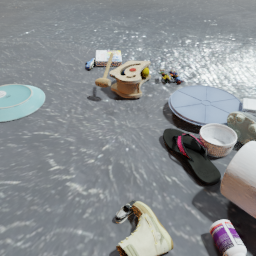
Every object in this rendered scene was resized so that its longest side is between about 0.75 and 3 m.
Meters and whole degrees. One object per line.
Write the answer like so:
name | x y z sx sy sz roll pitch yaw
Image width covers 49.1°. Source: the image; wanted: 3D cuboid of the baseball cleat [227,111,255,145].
baseball cleat | 4.547 0.318 8.791 1.531 1.003 2.877 -22 51 -35

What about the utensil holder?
utensil holder | 3.483 1.461 6.509 1.732 1.732 2.039 -27 41 -31

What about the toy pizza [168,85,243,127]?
toy pizza | 2.913 -0.780 10.552 2.788 0.442 2.788 1 38 -1

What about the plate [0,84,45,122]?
plate | -4.757 -1.165 11.145 2.804 0.358 2.804 0 38 0

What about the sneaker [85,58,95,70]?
sneaker | -1.886 -3.220 13.901 0.426 0.375 0.956 8 38 6

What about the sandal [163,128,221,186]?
sandal | 1.932 0.660 8.491 0.952 0.571 2.535 -14 39 -19

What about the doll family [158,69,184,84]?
doll family | 1.943 -2.294 12.589 1.211 0.475 0.700 2 32 -2

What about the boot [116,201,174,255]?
boot | 0.191 2.359 6.286 1.089 0.508 1.409 -21 42 -23

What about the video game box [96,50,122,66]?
video game box | -0.997 -3.603 14.427 1.301 0.334 1.428 -2 37 -3

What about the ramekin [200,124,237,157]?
ramekin | 2.792 0.414 8.815 1.121 0.588 1.121 0 36 0

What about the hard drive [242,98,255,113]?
hard drive | 4.770 -0.731 9.891 1.341 0.179 0.885 11 33 17

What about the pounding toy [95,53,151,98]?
pounding toy | 0.067 -2.293 11.621 1.577 1.582 2.759 19 40 30

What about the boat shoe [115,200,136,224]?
boat shoe | -0.035 2.025 6.938 0.285 0.233 0.772 28 45 32

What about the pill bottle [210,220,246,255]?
pill bottle | 2.185 2.499 6.057 0.521 0.521 0.927 -7 37 -10
